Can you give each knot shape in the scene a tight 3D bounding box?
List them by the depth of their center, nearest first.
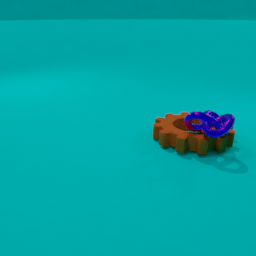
[{"bbox_3d":[1.809,-0.119,6.378,1.059,0.523,1.132,5,9,9],"label":"knot shape"}]

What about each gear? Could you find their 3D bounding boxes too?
[{"bbox_3d":[1.671,0.080,7.258,2.016,0.373,2.016,0,22,0],"label":"gear"}]
